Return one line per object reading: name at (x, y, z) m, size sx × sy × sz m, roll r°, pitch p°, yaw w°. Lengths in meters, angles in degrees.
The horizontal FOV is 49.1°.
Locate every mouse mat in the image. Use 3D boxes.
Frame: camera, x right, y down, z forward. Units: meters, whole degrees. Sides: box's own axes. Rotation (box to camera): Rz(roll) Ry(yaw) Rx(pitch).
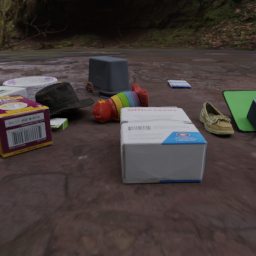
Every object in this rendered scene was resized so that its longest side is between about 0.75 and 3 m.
mouse mat at (5.053, -0.689, 10.412) m, size 2.692 × 0.101 × 2.166 m, roll -2°, pitch 49°, yaw -4°

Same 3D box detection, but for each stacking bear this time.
stacking bear at (-0.364, -0.818, 10.782) m, size 2.042 × 1.161 × 1.240 m, roll -17°, pitch 30°, yaw -15°

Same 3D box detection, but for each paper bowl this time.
paper bowl at (-4.310, -1.553, 12.610) m, size 2.332 × 1.213 × 2.332 m, roll 0°, pitch 20°, yaw 0°

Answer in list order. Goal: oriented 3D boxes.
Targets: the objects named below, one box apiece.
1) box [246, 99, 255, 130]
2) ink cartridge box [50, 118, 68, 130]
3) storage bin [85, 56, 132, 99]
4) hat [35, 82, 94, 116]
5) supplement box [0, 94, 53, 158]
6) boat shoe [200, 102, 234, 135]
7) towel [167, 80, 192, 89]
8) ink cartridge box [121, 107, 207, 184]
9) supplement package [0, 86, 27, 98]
box at (5.037, -0.375, 9.464) m, size 1.511 × 0.809 × 1.122 m, roll -3°, pitch 42°, yaw -5°
ink cartridge box at (-2.555, -0.080, 9.905) m, size 0.577 × 0.296 × 0.781 m, roll 4°, pitch 25°, yaw 10°
storage bin at (-1.206, -2.825, 15.176) m, size 2.068 × 1.909 × 2.842 m, roll -13°, pitch 23°, yaw -33°
hat at (-2.815, -1.202, 11.110) m, size 2.797 × 1.128 × 2.797 m, roll -13°, pitch 11°, yaw 3°
supplement box at (-3.620, -0.183, 8.771) m, size 1.563 × 1.232 × 2.387 m, roll -18°, pitch 26°, yaw -38°
boat shoe at (3.132, -0.337, 10.024) m, size 0.786 × 0.678 × 2.154 m, roll 0°, pitch 20°, yaw -1°
towel at (3.155, -2.685, 17.303) m, size 1.238 × 0.201 × 1.686 m, roll 1°, pitch 22°, yaw -2°
ink cartridge box at (0.760, 0.324, 7.510) m, size 1.917 × 1.124 × 2.619 m, roll -1°, pitch 20°, yaw -2°
supplement package at (-4.798, -0.859, 10.732) m, size 1.181 × 1.173 × 1.557 m, roll 6°, pitch 21°, yaw 14°
